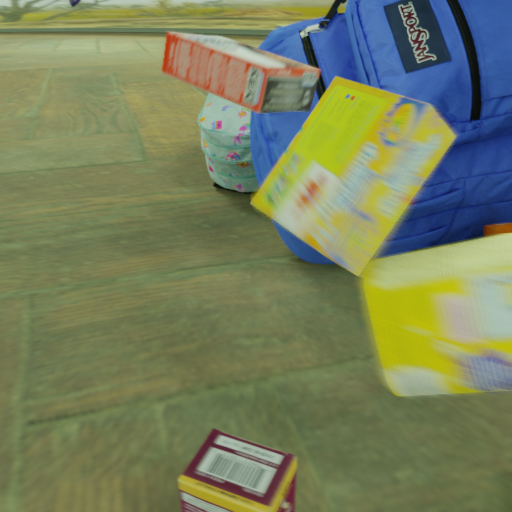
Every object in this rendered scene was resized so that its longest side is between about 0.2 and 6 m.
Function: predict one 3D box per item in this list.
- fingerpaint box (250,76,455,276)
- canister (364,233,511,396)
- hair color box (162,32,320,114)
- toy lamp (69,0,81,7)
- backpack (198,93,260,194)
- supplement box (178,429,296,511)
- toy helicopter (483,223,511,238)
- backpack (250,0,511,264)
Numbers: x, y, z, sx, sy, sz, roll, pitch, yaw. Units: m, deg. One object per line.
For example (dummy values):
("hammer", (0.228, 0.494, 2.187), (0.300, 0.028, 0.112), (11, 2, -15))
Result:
("fingerpaint box", (0.677, -0.622, 4.186), (0.444, 1.211, 1.011), (30, 6, -41))
("canister", (1.607, 0.401, 3.888), (1.504, 1.117, 0.651), (-12, 1, 32))
("hair color box", (-0.203, -2.095, 6.346), (1.621, 0.518, 0.899), (32, 32, 32))
("toy lamp", (-3.653, -5.049, 9.851), (0.398, 1.368, 0.398), (-23, 46, 26))
("backpack", (-0.163, -2.663, 11.486), (2.384, 1.809, 2.857), (1, 51, 18))
("supplement box", (-0.113, 1.952, 4.181), (0.714, 1.090, 0.562), (12, 30, 21))
("toy helicopter", (3.988, -0.128, 8.109), (1.324, 0.790, 2.002), (-7, 1, 19))
("backpack", (2.053, -2.089, 8.007), (4.443, 3.729, 3.611), (-13, 66, 3))
